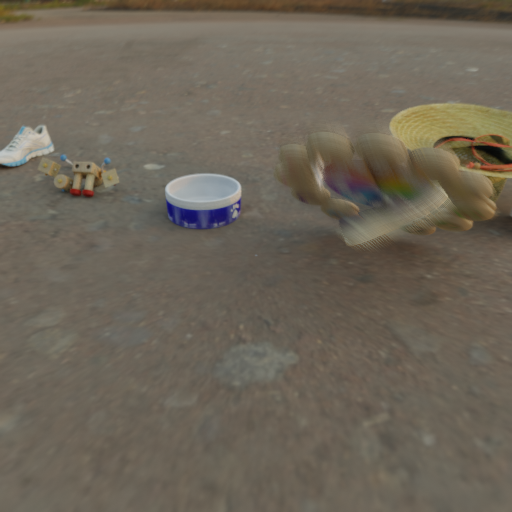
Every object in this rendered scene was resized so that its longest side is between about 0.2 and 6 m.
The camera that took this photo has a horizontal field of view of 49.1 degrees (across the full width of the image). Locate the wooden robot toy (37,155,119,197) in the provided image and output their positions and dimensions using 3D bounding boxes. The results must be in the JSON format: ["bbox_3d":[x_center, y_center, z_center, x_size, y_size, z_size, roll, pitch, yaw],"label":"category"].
[{"bbox_3d":[-4.308,-1.926,14.185,2.221,0.978,1.008,6,-6,11],"label":"wooden robot toy"}]

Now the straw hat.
[{"bbox_3d":[4.965,-2.035,13.136,4.068,1.722,4.068,0,35,0],"label":"straw hat"}]

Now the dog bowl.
[{"bbox_3d":[-1.199,-1.265,12.811,1.705,0.672,1.705,0,28,0],"label":"dog bowl"}]

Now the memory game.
[{"bbox_3d":[2.216,-1.159,10.112,4.000,0.255,4.000,15,-13,4],"label":"memory game"}]

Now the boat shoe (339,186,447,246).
[{"bbox_3d":[1.967,-0.670,8.150,1.600,0.518,0.575,-25,7,8],"label":"boat shoe"}]

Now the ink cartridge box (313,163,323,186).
[{"bbox_3d":[1.129,-1.700,11.132,0.343,0.594,0.819,10,-14,10],"label":"ink cartridge box"}]

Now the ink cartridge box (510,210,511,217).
[{"bbox_3d":[6.043,-1.013,12.021,0.581,0.992,1.372,2,29,3],"label":"ink cartridge box"}]

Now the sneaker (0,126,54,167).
[{"bbox_3d":[-6.770,-3.201,16.082,0.799,0.923,2.131,12,32,18],"label":"sneaker"}]
